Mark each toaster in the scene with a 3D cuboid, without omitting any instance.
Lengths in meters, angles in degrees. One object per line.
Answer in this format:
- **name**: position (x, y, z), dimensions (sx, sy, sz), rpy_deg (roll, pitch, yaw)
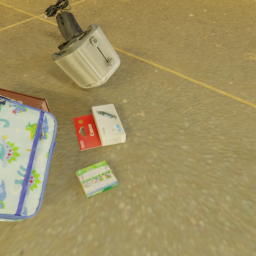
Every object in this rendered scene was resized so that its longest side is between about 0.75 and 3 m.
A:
- **toaster**: position (-1.316, -2.120, 8.700), dimensions (2.284, 1.475, 1.298), rpy_deg (1, 48, 53)

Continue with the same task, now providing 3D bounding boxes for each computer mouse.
- **computer mouse**: position (-2.380, -3.892, 10.808), dimensions (1.308, 1.889, 0.498), rpy_deg (-12, 34, 38)

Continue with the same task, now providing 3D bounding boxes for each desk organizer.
- **desk organizer**: position (-3.450, -0.444, 7.743), dimensions (2.472, 0.887, 0.952), rpy_deg (14, 51, 15)

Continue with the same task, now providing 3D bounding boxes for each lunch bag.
- **lunch bag**: position (-2.438, 0.595, 5.532), dimensions (1.865, 0.956, 2.320), rpy_deg (19, 65, -25)

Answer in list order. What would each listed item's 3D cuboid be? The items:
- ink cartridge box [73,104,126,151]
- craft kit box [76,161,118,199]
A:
- **ink cartridge box**: position (-0.839, -0.062, 7.821), dimensions (1.231, 0.312, 1.397), rpy_deg (-11, 44, -13)
- **craft kit box**: position (-0.735, 1.193, 6.586), dimensions (0.767, 0.186, 0.757), rpy_deg (-19, 49, -19)
